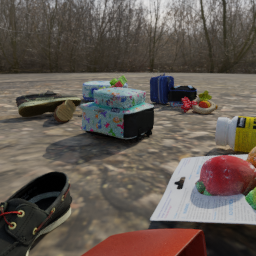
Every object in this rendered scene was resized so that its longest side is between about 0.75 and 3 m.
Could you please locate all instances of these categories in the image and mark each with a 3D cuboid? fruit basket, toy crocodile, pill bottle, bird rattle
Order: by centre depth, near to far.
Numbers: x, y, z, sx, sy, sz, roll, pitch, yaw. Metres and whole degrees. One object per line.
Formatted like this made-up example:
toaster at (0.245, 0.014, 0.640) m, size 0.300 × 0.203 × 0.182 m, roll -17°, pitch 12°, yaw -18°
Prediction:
fruit basket at (1.996, 0.900, 4.306) m, size 2.764 × 1.296 × 2.560 m, roll -11°, pitch 9°, yaw 22°
pill bottle at (3.110, 0.170, 7.148) m, size 1.606 × 0.918 × 0.918 m, roll 6°, pitch 15°, yaw 23°
bird rattle at (3.236, -1.077, 12.535) m, size 1.620 × 0.912 × 1.321 m, roll -13°, pitch 35°, yaw -33°
toy crocodile at (-0.731, -1.751, 12.793) m, size 1.946 × 0.657 × 0.601 m, roll -41°, pitch 21°, yaw -27°

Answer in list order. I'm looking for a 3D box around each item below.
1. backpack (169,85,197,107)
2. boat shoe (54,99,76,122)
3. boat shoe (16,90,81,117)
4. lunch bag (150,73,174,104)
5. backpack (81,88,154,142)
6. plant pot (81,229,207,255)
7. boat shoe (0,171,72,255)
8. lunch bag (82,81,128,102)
backpack at (2.850, -1.673, 14.329) m, size 1.387 × 1.022 × 1.519 m, roll 4°, pitch 15°, yaw 17°
boat shoe at (-2.570, -0.591, 11.068) m, size 0.619 × 0.659 × 1.832 m, roll -31°, pitch 16°, yaw 13°
boat shoe at (-3.347, -1.174, 11.945) m, size 2.776 × 0.912 × 0.992 m, roll -14°, pitch -23°, yaw -36°
lunch bag at (1.881, -2.103, 14.880) m, size 1.076 × 1.584 × 1.048 m, roll -15°, pitch 18°, yaw -42°
backpack at (-0.418, -0.451, 8.627) m, size 2.078 × 1.565 × 1.845 m, roll 2°, pitch 12°, yaw 29°
plant pot at (0.023, 1.400, 2.224) m, size 0.898 × 1.019 × 1.019 m, roll -2°, pitch 9°, yaw 42°
boat shoe at (-1.440, 1.208, 3.503) m, size 0.805 × 0.689 × 2.199 m, roll 7°, pitch 17°, yaw 18°
lunch bag at (-1.332, -2.116, 16.033) m, size 2.586 × 1.066 × 2.079 m, roll -2°, pitch 13°, yaw -9°
